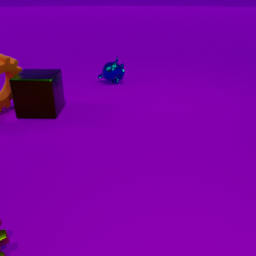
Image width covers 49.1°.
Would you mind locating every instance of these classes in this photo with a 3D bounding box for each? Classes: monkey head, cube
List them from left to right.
[{"bbox_3d":[-2.769,-1.091,8.751,1.242,1.242,1.242,0,26,1],"label":"cube"},{"bbox_3d":[-0.598,-2.434,11.624,0.880,1.460,1.050,33,48,-23],"label":"monkey head"}]

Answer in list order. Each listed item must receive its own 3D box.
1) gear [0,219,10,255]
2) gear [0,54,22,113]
[{"bbox_3d":[-2.207,1.624,3.646,1.201,0.222,1.201,5,50,-6],"label":"gear"},{"bbox_3d":[-3.927,-1.317,8.534,0.333,1.802,1.802,24,30,9],"label":"gear"}]
